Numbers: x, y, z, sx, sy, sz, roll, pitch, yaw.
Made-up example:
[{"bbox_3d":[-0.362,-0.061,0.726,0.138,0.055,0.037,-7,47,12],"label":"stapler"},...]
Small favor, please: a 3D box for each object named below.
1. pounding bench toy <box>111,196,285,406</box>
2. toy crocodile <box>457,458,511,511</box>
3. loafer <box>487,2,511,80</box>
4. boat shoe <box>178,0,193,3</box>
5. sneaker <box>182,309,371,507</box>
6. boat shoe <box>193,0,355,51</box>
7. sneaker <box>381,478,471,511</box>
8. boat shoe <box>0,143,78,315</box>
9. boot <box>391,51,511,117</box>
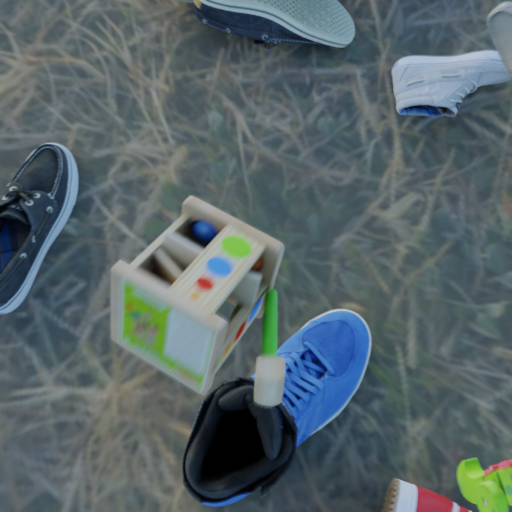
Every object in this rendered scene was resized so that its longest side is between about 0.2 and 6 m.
[{"bbox_3d":[-0.231,0.428,4.928,1.619,1.006,1.263,28,47,13],"label":"pounding bench toy"},{"bbox_3d":[2.596,2.160,5.342,0.647,1.915,0.591,-7,67,-12],"label":"toy crocodile"},{"bbox_3d":[3.822,-2.556,7.638,0.707,0.708,2.026,-34,84,-27],"label":"loafer"},{"bbox_3d":[0.087,-5.237,9.782,3.414,1.276,1.132,-3,82,9],"label":"boat shoe"},{"bbox_3d":[0.369,1.770,6.922,3.200,1.780,1.228,-41,75,-13],"label":"sneaker"},{"bbox_3d":[0.283,-4.134,9.592,2.899,0.902,1.081,9,70,-13],"label":"boat shoe"},{"bbox_3d":[2.038,4.231,6.447,1.575,0.998,2.801,15,69,9],"label":"sneaker"},{"bbox_3d":[-3.444,-0.529,8.287,0.974,0.803,2.838,12,70,4],"label":"boat shoe"},{"bbox_3d":[3.287,-2.733,9.220,2.048,0.753,0.979,-1,76,8],"label":"boot"}]
